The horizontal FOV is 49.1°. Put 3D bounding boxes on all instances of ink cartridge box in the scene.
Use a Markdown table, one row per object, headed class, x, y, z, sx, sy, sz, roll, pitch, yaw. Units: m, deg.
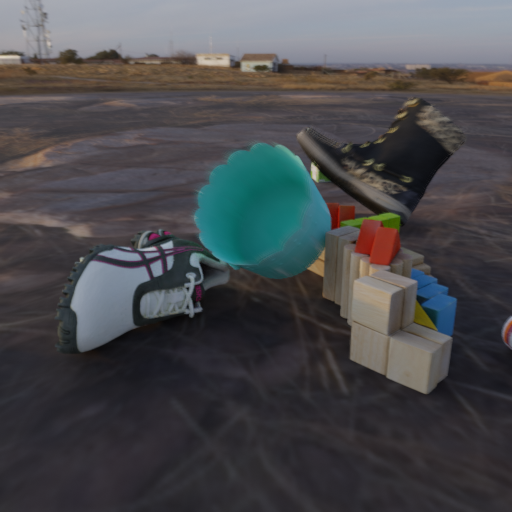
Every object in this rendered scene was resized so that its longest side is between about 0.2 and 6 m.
| class | x | y | z | sx | sy | sz | roll | pitch | yaw |
| --- | --- | --- | --- | --- | --- | --- | --- | --- | --- |
| ink cartridge box | 1.992 | -2.121 | 14.539 | 0.850 | 0.435 | 1.150 | -4 | 22 | -11 |

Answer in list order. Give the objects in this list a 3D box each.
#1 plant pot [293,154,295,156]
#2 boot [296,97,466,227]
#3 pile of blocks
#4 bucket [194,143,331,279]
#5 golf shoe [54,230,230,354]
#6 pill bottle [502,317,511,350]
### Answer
| class | x | y | z | sx | sy | sz | roll | pitch | yaw |
| --- | --- | --- | --- | --- | --- | --- | --- | --- | --- |
| plant pot | 0.552 | -1.626 | 11.649 | 1.096 | 1.096 | 1.041 | 1 | -20 | 2 |
| boot | 2.402 | -2.165 | 10.978 | 2.838 | 2.137 | 1.038 | 42 | 2 | 26 |
| pile of blocks | 1.707 | 0.058 | 7.363 | 1.725 | 1.306 | 4.203 | -3 | 21 | -7 |
| bucket | 0.141 | -0.538 | 7.685 | 1.740 | 1.740 | 1.132 | 12 | -12 | 29 |
| golf shoe | -1.327 | 0.368 | 6.944 | 1.248 | 1.094 | 2.834 | 13 | 24 | 16 |
| pill bottle | 3.086 | 0.997 | 5.983 | 0.498 | 0.498 | 0.910 | -3 | 21 | -7 |
